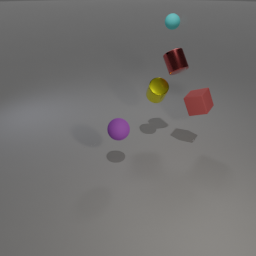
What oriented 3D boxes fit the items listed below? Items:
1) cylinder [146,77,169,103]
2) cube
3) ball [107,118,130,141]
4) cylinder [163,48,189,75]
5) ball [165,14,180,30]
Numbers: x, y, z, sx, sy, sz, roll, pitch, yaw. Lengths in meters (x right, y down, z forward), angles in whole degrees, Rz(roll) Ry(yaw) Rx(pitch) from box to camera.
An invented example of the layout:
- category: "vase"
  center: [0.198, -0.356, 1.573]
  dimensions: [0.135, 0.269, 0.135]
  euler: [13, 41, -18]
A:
- category: "cylinder"
  center: [1.041, -1.334, 9.977]
  dimensions: [0.700, 0.700, 0.700]
  euler: [2, 70, -6]
- category: "cube"
  center: [2.457, -0.905, 9.718]
  dimensions: [0.700, 0.700, 0.700]
  euler: [-6, 25, 39]
- category: "ball"
  center: [-0.292, 0.039, 8.679]
  dimensions: [0.700, 0.700, 0.700]
  euler: [0, 28, 0]
- category: "cylinder"
  center: [1.626, -2.247, 9.509]
  dimensions: [0.700, 0.700, 0.700]
  euler: [-19, -3, -1]
- category: "ball"
  center: [2.049, -4.902, 12.911]
  dimensions: [0.700, 0.700, 0.700]
  euler: [0, 28, 0]
